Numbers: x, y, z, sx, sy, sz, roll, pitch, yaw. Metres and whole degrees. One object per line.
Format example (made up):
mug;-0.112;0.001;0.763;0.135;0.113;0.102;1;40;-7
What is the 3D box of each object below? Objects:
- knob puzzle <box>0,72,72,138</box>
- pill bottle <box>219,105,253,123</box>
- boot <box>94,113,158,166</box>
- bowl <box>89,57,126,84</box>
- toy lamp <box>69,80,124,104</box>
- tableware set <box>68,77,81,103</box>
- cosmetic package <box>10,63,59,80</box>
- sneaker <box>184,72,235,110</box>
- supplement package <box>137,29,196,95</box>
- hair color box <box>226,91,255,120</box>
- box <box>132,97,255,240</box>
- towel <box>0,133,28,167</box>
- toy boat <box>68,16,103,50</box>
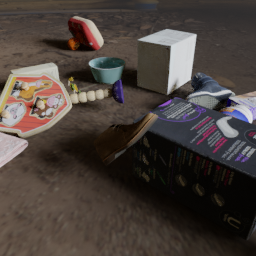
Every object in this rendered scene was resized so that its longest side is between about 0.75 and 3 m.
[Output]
knob puzzle;-2.767;-0.782;8.183;2.507;0.348;2.507;-3;61;6
pill bottle;2.578;0.045;7.262;0.998;0.998;1.781;22;39;31
boot;-0.102;0.113;5.415;0.600;1.590;0.585;54;33;5
bowl;-0.815;-2.248;11.182;1.464;0.766;1.464;0;31;0
toy lamp;-1.605;-0.915;8.776;2.912;0.848;0.848;-6;32;3
tableware set;-1.771;-1.329;9.538;0.137;0.895;0.603;-18;43;9
cosmetic package;-3.452;-1.855;10.494;1.616;0.850;0.574;-17;34;-28
sneaker;2.349;-1.214;9.372;2.034;0.773;1.470;-8;42;-31
supplement package;1.450;-2.561;10.651;1.417;1.842;1.927;22;38;31
hair color box;4.098;-0.748;9.011;1.610;0.522;0.880;-13;33;-23
box;1.625;0.631;5.848;2.769;1.468;1.692;25;40;34
towel;-3.728;0.575;7.101;1.700;0.274;1.624;15;34;21
toy boat;-2.528;-4.814;14.962;1.632;1.629;2.496;-47;47;-11
